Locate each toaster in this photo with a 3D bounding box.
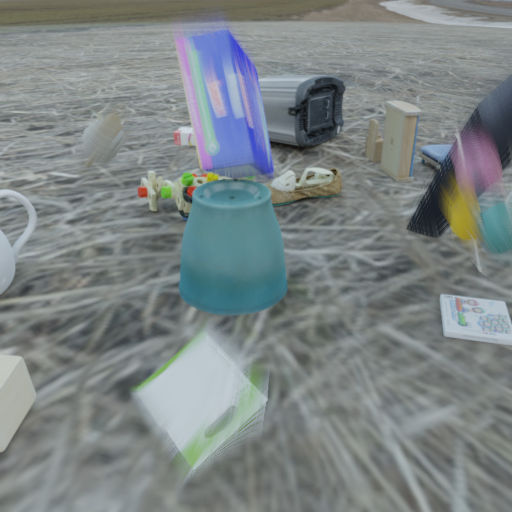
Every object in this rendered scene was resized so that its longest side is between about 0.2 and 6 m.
[{"bbox_3d":[0.841,-3.508,13.431,1.793,1.578,2.776,13,27,31],"label":"toaster"}]

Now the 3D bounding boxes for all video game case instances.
[{"bbox_3d":[2.657,0.756,6.780,0.783,0.102,0.860,6,28,12],"label":"video game case"}]

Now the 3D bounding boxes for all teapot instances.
[{"bbox_3d":[-4.012,-0.129,7.185,1.759,1.301,1.782,4,27,7],"label":"teapot"}]

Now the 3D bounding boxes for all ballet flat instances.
[{"bbox_3d":[0.781,-1.325,10.265,1.744,0.569,0.615,-13,38,-20],"label":"ballet flat"}]

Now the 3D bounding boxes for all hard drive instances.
[{"bbox_3d":[2.904,-1.299,7.163,0.535,2.529,1.706,42,67,17],"label":"hard drive"}]

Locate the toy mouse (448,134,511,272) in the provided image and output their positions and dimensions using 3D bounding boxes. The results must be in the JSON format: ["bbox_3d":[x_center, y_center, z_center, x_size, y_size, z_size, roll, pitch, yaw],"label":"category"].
[{"bbox_3d":[2.298,-0.562,5.727,0.298,1.540,1.368,-12,-1,-3],"label":"toy mouse"}]

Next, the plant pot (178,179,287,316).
[{"bbox_3d":[-0.311,-0.199,7.243,1.467,1.379,1.467,0,28,0],"label":"plant pot"}]

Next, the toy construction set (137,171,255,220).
[{"bbox_3d":[-0.941,-1.270,9.711,2.183,1.006,1.431,-16,55,-14],"label":"toy construction set"}]

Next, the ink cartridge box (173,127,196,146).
[{"bbox_3d":[-1.458,-2.883,13.569,0.946,0.319,0.551,6,28,15],"label":"ink cartridge box"}]

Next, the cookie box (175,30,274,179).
[{"bbox_3d":[-0.341,-1.911,7.503,0.706,1.608,1.880,-10,2,10],"label":"cookie box"}]

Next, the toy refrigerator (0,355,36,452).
[{"bbox_3d":[-3.073,1.306,5.195,1.779,0.622,0.675,3,34,7],"label":"toy refrigerator"}]

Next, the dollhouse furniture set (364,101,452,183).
[{"bbox_3d":[3.698,-2.538,11.727,2.152,1.405,2.032,-5,28,-11],"label":"dollhouse furniture set"}]

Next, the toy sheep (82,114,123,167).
[{"bbox_3d":[-2.711,-2.013,9.841,0.747,1.084,0.747,27,25,-14],"label":"toy sheep"}]

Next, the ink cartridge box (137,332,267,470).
[{"bbox_3d":[-0.426,1.302,4.888,0.821,0.421,1.111,-40,40,-12],"label":"ink cartridge box"}]
